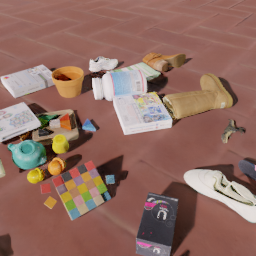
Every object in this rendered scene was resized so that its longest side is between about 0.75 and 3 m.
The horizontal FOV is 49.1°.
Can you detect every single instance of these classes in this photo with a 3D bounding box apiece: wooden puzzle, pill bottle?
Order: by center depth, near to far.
[{"bbox_3d":[-1.376,1.822,8.310,2.232,0.157,1.324,-24,77,-28],"label":"wooden puzzle"},{"bbox_3d":[-2.958,-0.099,11.186,2.969,0.347,2.003,-14,41,-18],"label":"wooden puzzle"},{"bbox_3d":[-0.391,-1.911,12.707,2.311,1.257,1.257,-9,40,-12],"label":"pill bottle"}]

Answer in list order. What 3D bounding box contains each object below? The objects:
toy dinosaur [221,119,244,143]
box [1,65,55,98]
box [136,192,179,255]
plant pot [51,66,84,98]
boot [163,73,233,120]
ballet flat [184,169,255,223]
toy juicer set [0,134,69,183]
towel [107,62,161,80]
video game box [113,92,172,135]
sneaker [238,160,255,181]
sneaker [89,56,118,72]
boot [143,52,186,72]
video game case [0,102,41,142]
[{"bbox_3d":[4.151,0.058,10.996,0.712,0.383,1.615,12,37,25],"label":"toy dinosaur"},{"bbox_3d":[-4.882,-2.371,13.920,2.235,0.460,1.742,-25,45,-29],"label":"box"},{"bbox_3d":[0.795,2.593,7.477,0.898,0.779,1.469,9,40,11],"label":"box"},{"bbox_3d":[-2.767,-2.098,13.125,1.466,1.026,1.466,0,38,0],"label":"plant pot"},{"bbox_3d":[2.876,-1.504,12.501,2.768,0.915,2.424,-11,40,-12],"label":"boot"},{"bbox_3d":[2.894,1.792,8.433,2.586,0.898,0.898,30,48,33],"label":"ballet flat"},{"bbox_3d":[-3.385,1.130,9.469,2.744,0.747,1.746,-3,55,-11],"label":"toy juicer set"},{"bbox_3d":[0.272,-2.832,14.644,2.346,0.274,1.789,-22,43,-25],"label":"towel"},{"bbox_3d":[0.553,-0.677,11.778,1.974,0.507,2.167,-10,40,-9],"label":"video game box"},{"bbox_3d":[4.287,1.481,9.235,0.537,0.460,1.310,-7,36,-41],"label":"sneaker"},{"bbox_3d":[-1.297,-3.511,15.133,1.667,0.726,0.621,-18,42,-23],"label":"sneaker"},{"bbox_3d":[2.022,-3.802,15.585,2.115,0.811,1.642,-32,44,-24],"label":"boot"},{"bbox_3d":[-4.784,-0.238,11.167,2.016,0.262,2.215,-25,37,-25],"label":"video game case"}]
